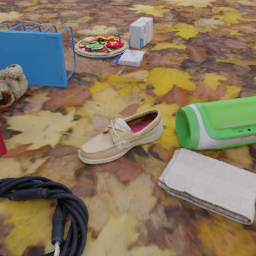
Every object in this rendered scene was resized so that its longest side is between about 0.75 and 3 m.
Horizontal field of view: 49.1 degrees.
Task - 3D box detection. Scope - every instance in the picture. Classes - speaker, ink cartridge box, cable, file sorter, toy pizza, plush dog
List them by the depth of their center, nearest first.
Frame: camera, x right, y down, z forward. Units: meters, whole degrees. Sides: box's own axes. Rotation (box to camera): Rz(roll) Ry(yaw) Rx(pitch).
[{"bbox_3d":[-2.202,1.761,5.520,2.883,0.732,2.352,29,46,33],"label":"cable"},{"bbox_3d":[2.857,-0.175,7.627,2.934,1.298,1.298,-8,38,-10],"label":"speaker"},{"bbox_3d":[-4.004,-1.191,9.290,1.605,1.288,1.378,-2,45,43],"label":"plush dog"},{"bbox_3d":[-3.528,-2.863,10.604,2.797,1.941,1.716,5,35,7],"label":"file sorter"},{"bbox_3d":[0.040,-3.097,12.260,1.214,0.263,1.192,10,39,11],"label":"ink cartridge box"},{"bbox_3d":[-1.256,-3.964,13.227,2.601,0.412,2.601,-1,37,0],"label":"toy pizza"},{"bbox_3d":[0.645,-4.608,13.547,0.621,1.075,1.473,14,38,21],"label":"ink cartridge box"}]

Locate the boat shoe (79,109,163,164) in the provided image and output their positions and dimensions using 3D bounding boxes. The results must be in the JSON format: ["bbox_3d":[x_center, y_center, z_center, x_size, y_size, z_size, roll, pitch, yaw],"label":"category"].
[{"bbox_3d":[-0.165,0.115,7.528,2.566,0.888,0.946,-23,43,-27],"label":"boat shoe"}]

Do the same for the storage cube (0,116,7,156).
[{"bbox_3d":[-4.872,-0.500,7.002,2.817,2.532,2.408,-23,43,-26],"label":"storage cube"}]

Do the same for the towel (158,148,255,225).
[{"bbox_3d":[1.899,1.232,6.505,2.135,0.368,1.415,18,42,22],"label":"towel"}]

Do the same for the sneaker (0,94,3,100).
[{"bbox_3d":[-2.420,-0.026,4.530,0.727,0.876,1.833,-2,64,12],"label":"sneaker"}]
